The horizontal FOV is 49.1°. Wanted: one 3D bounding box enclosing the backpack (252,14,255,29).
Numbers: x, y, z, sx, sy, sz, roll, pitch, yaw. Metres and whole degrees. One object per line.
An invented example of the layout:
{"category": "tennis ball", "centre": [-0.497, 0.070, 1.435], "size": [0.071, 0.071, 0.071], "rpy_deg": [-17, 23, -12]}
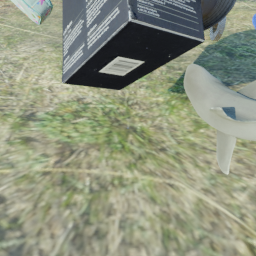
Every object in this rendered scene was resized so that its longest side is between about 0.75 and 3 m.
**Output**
{"category": "backpack", "centre": [3.169, -2.447, 6.177], "size": [0.658, 0.784, 0.637], "rpy_deg": [9, 62, -41]}

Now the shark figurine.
{"category": "shark figurine", "centre": [1.559, -0.265, 3.150], "size": [1.156, 1.656, 2.771], "rpy_deg": [11, -9, -39]}

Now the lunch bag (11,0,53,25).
{"category": "lunch bag", "centre": [-3.214, -4.126, 8.608], "size": [0.715, 1.854, 1.487], "rpy_deg": [-49, 19, -6]}

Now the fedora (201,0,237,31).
{"category": "fedora", "centre": [0.944, -3.205, 6.483], "size": [2.833, 2.505, 1.279], "rpy_deg": [11, 42, 42]}

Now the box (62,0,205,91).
{"category": "box", "centre": [-0.136, -2.209, 4.959], "size": [1.362, 2.382, 2.615], "rpy_deg": [2, -10, -31]}

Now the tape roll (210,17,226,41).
{"category": "tape roll", "centre": [2.778, -3.171, 8.683], "size": [0.169, 0.925, 0.925], "rpy_deg": [6, 34, -5]}
